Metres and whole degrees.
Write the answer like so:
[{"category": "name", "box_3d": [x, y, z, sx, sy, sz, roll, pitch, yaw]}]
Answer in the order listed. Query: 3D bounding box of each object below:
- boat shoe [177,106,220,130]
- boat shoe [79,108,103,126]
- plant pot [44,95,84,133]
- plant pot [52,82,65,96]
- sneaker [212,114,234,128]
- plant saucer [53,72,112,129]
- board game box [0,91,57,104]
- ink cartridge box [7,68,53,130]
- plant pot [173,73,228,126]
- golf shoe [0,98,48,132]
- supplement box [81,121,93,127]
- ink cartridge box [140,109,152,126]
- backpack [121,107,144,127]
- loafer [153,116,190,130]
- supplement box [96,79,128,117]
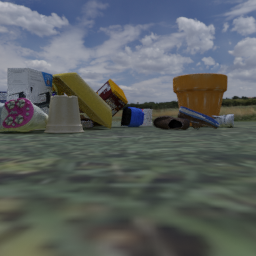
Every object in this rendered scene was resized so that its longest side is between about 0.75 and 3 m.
[{"category": "boat shoe", "box_3d": [2.210, -0.227, 8.880, 1.335, 0.483, 0.482, 26, 21, 17]}, {"category": "boat shoe", "box_3d": [-1.539, -0.636, 12.611, 0.867, 0.869, 2.348, -5, -10, 21]}, {"category": "plant pot", "box_3d": [-1.563, -0.333, 6.848, 0.970, 0.888, 0.970, 0, 2, 0]}, {"category": "plant pot", "box_3d": [-2.963, -0.777, 10.489, 1.789, 1.789, 1.683, 1, -13, 18]}, {"category": "sneaker", "box_3d": [3.838, -0.272, 11.398, 0.814, 0.532, 1.416, 0, -4, 14]}, {"category": "plant saucer", "box_3d": [-1.563, -1.111, 9.680, 2.366, 0.573, 2.365, 46, -10, -23]}, {"category": "board game box", "box_3d": [-3.257, -0.576, 9.122, 1.837, 1.243, 0.317, 1, 2, -3]}, {"category": "ink cartridge box", "box_3d": [-2.865, -0.800, 8.253, 0.736, 1.749, 1.264, 3, 3, 16]}, {"category": "plant pot", "box_3d": [3.527, -1.288, 13.763, 2.605, 2.385, 2.605, -1, 1, 0]}, {"category": "golf shoe", "box_3d": [-3.057, -0.222, 7.093, 2.343, 0.882, 1.072, 4, -11, 25]}, {"category": "supplement box", "box_3d": [-1.699, -0.157, 11.527, 0.464, 0.260, 0.853, 0, 0, -3]}, {"category": "ink cartridge box", "box_3d": [0.902, -0.521, 14.132, 0.349, 0.843, 0.618, 3, 0, -33]}, {"category": "backpack", "box_3d": [0.249, -0.486, 12.120, 0.925, 0.895, 1.102, 2, 0, -18]}, {"category": "loafer", "box_3d": [1.303, -0.174, 8.814, 1.228, 0.448, 0.436, 1, 1, 32]}, {"category": "supplement box", "box_3d": [-0.851, -1.220, 12.233, 0.861, 1.297, 1.280, 40, 16, -31]}]
